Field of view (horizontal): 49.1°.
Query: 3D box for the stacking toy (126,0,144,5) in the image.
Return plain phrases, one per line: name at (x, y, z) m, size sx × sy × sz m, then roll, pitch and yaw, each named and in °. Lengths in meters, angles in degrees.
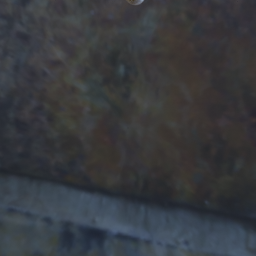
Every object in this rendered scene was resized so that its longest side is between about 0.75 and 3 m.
stacking toy at (-0.189, -3.065, 5.376) m, size 1.376 × 1.883 × 1.376 m, roll -8°, pitch 74°, yaw 29°
